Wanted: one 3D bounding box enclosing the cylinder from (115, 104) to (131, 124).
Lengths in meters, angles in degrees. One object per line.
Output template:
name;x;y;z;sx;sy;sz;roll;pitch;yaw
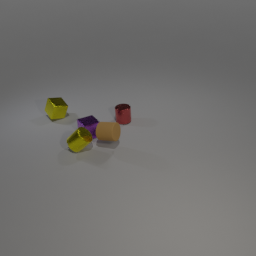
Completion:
cylinder;-0.213;-0.626;12.393;0.700;0.700;0.700;-3;30;2

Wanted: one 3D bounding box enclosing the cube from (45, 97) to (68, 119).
cube;-3.222;-0.892;12.591;0.700;0.700;0.700;-10;46;-43

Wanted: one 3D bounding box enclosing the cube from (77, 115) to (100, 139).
cube;-1.587;-0.007;11.374;0.700;0.700;0.700;-18;35;-28

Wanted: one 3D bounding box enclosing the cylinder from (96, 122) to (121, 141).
cylinder;-0.729;0.128;10.404;0.700;0.700;0.700;3;29;25

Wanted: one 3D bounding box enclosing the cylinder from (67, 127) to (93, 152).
cylinder;-1.795;0.430;10.382;0.700;0.700;0.700;37;30;-25
